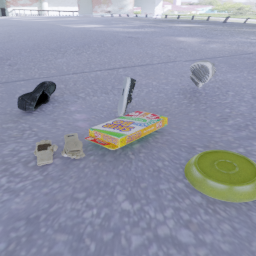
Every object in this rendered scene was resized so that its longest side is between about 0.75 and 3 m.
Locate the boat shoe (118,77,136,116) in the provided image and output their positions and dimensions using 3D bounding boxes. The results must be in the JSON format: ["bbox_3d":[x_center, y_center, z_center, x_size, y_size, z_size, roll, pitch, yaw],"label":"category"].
[{"bbox_3d":[-0.025,-1.053,9.571,0.388,1.369,0.470,10,8,-23],"label":"boat shoe"}]

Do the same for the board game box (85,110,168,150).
[{"bbox_3d":[-0.002,-0.005,8.274,1.187,0.372,2.484,16,29,38],"label":"board game box"}]

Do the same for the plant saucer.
[{"bbox_3d":[2.298,1.001,6.598,1.889,0.293,1.889,0,28,0],"label":"plant saucer"}]

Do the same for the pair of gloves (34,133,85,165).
[{"bbox_3d":[-1.849,0.578,7.480,1.269,0.223,1.079,-13,33,-19],"label":"pair of gloves"}]

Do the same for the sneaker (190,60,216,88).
[{"bbox_3d":[3.066,-2.347,11.186,0.981,0.894,2.391,-41,-3,4],"label":"sneaker"}]

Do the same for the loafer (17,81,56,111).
[{"bbox_3d":[-3.225,-1.172,10.471,0.758,0.733,2.158,18,32,9],"label":"loafer"}]
